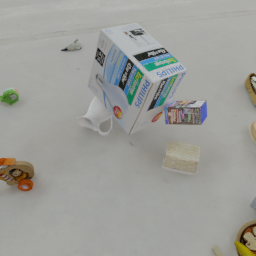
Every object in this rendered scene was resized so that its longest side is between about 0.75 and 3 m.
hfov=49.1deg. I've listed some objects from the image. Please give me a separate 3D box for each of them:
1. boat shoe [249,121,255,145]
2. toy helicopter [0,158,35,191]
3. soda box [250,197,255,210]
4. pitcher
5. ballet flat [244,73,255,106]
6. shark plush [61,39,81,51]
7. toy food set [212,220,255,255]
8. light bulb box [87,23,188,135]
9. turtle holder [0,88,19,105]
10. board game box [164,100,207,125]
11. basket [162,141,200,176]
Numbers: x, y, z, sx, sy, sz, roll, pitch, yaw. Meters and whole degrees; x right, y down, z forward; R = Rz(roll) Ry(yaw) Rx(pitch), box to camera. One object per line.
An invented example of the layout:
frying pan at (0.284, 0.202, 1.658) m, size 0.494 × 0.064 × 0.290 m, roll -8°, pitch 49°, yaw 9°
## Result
boat shoe at (5.436, 0.520, 10.550) m, size 0.916 × 0.860 × 2.486 m, roll -7°, pitch 46°, yaw -7°
toy helicopter at (-4.193, 1.472, 9.262) m, size 2.094 × 1.385 × 0.826 m, roll -6°, pitch 46°, yaw -6°
soda box at (4.774, 2.616, 8.480) m, size 1.857 × 0.589 × 0.634 m, roll 36°, pitch 43°, yaw 30°
pitcher at (-0.981, -0.605, 11.604) m, size 1.536 × 1.086 × 1.791 m, roll 32°, pitch 63°, yaw 14°
ballet flat at (5.946, -1.621, 12.703) m, size 0.830 × 0.762 × 2.417 m, roll -6°, pitch 46°, yaw -6°
shark plush at (-3.203, -4.594, 16.009) m, size 1.233 × 0.560 × 0.513 m, roll -35°, pitch 32°, yaw -5°
toy food set at (4.089, 3.475, 7.864) m, size 2.963 × 0.595 × 2.045 m, roll -18°, pitch 48°, yaw -17°
light bulb box at (0.182, -1.797, 10.318) m, size 1.757 × 2.790 × 2.815 m, roll -26°, pitch 64°, yaw -34°
turtle holder at (-5.345, -1.434, 12.666) m, size 0.682 × 0.897 × 0.637 m, roll 29°, pitch 32°, yaw -37°
board game box at (2.068, -0.558, 9.966) m, size 1.282 × 0.621 × 1.022 m, roll 2°, pitch 19°, yaw 28°
basket at (1.927, 1.062, 10.083) m, size 1.270 × 0.784 × 0.861 m, roll 9°, pitch 46°, yaw 10°
